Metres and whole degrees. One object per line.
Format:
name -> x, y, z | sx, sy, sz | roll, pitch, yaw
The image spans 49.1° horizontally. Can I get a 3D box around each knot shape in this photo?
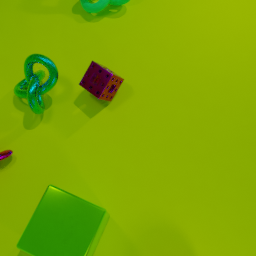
knot shape -> -0.787, -4.518, 8.564 | 1.768, 1.654, 0.817 | -9, 28, 11
knot shape -> -2.518, -1.174, 7.489 | 1.445, 0.714, 1.545 | 16, 96, 49

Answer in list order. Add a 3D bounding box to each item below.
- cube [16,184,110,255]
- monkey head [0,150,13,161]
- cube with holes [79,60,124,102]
cube -> -1.268, 2.155, 5.966 | 1.315, 1.315, 1.315 | 22, 70, 9
monkey head -> -3.564, 0.778, 6.572 | 1.118, 1.555, 0.937 | 46, 114, 49
cube with holes -> -0.697, -1.235, 7.495 | 0.728, 0.728, 0.728 | 36, 103, 19
